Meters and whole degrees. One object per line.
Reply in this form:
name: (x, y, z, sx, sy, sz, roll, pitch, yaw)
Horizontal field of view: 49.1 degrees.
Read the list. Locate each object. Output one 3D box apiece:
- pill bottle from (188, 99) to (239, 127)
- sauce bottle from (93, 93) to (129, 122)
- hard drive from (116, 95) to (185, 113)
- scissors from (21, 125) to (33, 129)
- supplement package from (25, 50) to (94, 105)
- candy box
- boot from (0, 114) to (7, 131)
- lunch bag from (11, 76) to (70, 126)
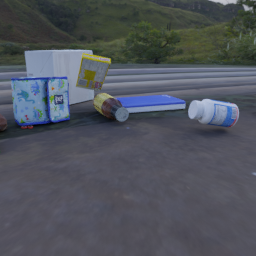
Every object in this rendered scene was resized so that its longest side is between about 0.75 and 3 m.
pill bottle: (2.631, -0.477, 8.702, 1.390, 0.780, 0.780, 8, 14, -15)
sauce bottle: (-0.642, -0.753, 10.476, 0.815, 0.815, 2.468, -6, 20, -22)
hard drive: (0.752, -1.081, 12.294, 2.910, 0.369, 1.920, -5, 17, -19)
scissors: (-3.466, -0.094, 9.426, 0.367, 0.070, 1.003, -7, 14, -29)
supplement package: (-3.147, -2.431, 13.259, 1.869, 2.430, 2.541, 10, 19, 32)
candy box: (-1.433, -2.164, 11.195, 1.086, 0.281, 2.125, 7, -24, -15)
boot: (-4.320, 0.076, 7.573, 2.549, 0.879, 2.736, 15, 17, 38)
lunch bag: (-2.940, -0.974, 9.659, 1.864, 1.585, 1.188, -6, 13, -29)
